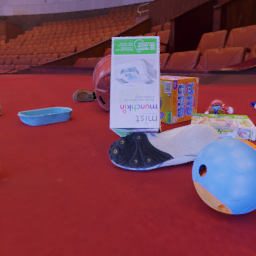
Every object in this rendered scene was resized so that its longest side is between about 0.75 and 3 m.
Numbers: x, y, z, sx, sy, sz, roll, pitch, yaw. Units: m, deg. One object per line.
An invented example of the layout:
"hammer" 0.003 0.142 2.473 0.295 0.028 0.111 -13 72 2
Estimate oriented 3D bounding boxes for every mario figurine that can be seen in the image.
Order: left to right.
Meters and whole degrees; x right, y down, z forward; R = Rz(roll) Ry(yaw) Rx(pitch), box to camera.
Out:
"mario figurine" 4.020 -0.649 12.470 1.060 0.910 1.717 30 24 12

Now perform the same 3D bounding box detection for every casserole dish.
"casserole dish" -3.521 -0.517 12.090 2.372 0.460 1.437 -14 20 -42

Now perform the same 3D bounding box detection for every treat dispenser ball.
"treat dispenser ball" 1.836 0.838 4.999 1.349 1.349 1.349 0 14 0

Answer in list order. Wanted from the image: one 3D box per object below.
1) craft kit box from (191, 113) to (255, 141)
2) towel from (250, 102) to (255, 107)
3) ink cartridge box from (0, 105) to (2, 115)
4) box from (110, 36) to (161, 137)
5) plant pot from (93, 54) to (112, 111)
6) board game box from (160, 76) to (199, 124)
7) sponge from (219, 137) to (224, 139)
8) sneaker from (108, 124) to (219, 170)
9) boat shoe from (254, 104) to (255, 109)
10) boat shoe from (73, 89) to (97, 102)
"craft kit box" 3.436 -0.099 10.426 2.146 0.527 2.173 6 15 12
"towel" 7.455 -1.263 15.540 1.058 0.262 0.782 -3 21 -13
"ink cartridge box" -7.130 -0.813 13.133 1.974 0.497 1.076 5 15 15
"box" 0.336 -0.963 8.245 1.325 2.419 2.741 1 -7 6
"plant pot" -0.539 -2.246 14.710 2.922 2.922 2.842 0 22 0
"board game box" 1.825 -1.334 12.453 1.831 1.832 1.830 -13 19 -41
"sponge" 2.210 0.491 8.382 2.118 0.316 1.182 6 15 22
"sneaker" 0.920 0.557 7.233 2.838 1.020 1.029 -9 -23 -6
"boat shoe" 7.184 -0.956 14.033 0.602 0.698 1.920 41 -6 -20
"boat shoe" -2.440 -2.058 17.556 0.723 0.766 2.128 11 18 41
